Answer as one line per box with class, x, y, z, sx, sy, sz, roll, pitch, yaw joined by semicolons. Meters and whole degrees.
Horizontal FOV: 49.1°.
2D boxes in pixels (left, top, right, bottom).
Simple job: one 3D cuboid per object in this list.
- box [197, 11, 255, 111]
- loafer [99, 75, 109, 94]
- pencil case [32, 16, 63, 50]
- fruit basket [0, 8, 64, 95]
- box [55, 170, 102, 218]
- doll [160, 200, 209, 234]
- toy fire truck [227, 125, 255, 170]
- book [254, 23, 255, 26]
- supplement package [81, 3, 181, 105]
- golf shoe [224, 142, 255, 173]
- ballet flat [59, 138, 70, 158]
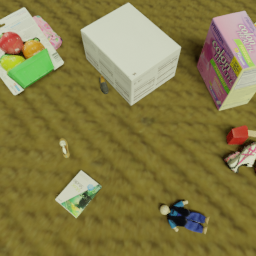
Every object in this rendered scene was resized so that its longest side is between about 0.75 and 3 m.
box;3.636;-2.256;9.870;1.222;2.529;2.224;-14;65;-7
loafer;-0.953;-1.680;10.834;0.296;0.294;0.812;-18;65;-9
pencil case;-3.476;-4.006;11.764;0.736;0.736;1.684;-36;68;-16
fruit basket;-4.058;-2.852;10.478;2.308;1.168;2.492;-40;99;-18
box;-1.576;2.099;8.987;0.897;0.226;1.243;34;69;16
doll;1.702;2.706;8.611;1.479;0.358;1.009;15;65;14
toy fire truck;4.817;0.785;9.422;2.550;0.622;1.798;-4;62;-3
book;5.445;-4.061;12.072;0.981;0.236;0.656;-37;71;-16
supplement package;0.078;-2.840;10.650;2.315;1.648;2.972;-36;69;-16
golf shoe;4.020;0.967;9.411;1.479;0.537;0.681;-29;71;-4
ballet flat;-2.207;0.651;9.690;0.271;0.249;0.790;-25;66;-4
